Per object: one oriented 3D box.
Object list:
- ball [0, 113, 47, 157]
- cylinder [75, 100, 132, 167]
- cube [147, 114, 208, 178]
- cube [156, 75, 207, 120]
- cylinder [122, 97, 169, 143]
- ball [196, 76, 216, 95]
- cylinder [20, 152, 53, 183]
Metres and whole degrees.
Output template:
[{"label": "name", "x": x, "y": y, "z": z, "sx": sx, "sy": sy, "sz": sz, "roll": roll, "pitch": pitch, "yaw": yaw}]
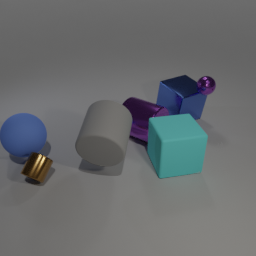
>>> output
[{"label": "ball", "x": -3.294, "y": 0.224, "z": 8.861, "sx": 1.400, "sy": 1.400, "sz": 1.400, "roll": 0, "pitch": 31, "yaw": 0}, {"label": "cylinder", "x": -0.660, "y": 0.151, "z": 8.068, "sx": 1.400, "sy": 1.400, "sz": 1.400, "roll": 5, "pitch": 47, "yaw": 8}, {"label": "cube", "x": 1.481, "y": 0.532, "z": 8.805, "sx": 1.400, "sy": 1.400, "sz": 1.400, "roll": -6, "pitch": 32, "yaw": -10}, {"label": "cube", "x": 2.142, "y": -1.127, "z": 11.352, "sx": 1.400, "sy": 1.400, "sz": 1.400, "roll": -19, "pitch": 44, "yaw": -28}, {"label": "cylinder", "x": 0.551, "y": -0.282, "z": 10.139, "sx": 1.400, "sy": 1.400, "sz": 1.400, "roll": 22, "pitch": 37, "yaw": 31}, {"label": "ball", "x": 2.863, "y": -1.556, "z": 10.279, "sx": 0.700, "sy": 0.700, "sz": 0.700, "roll": 0, "pitch": 31, "yaw": 0}, {"label": "cylinder", "x": -2.654, "y": 1.147, "z": 8.180, "sx": 0.700, "sy": 0.700, "sz": 0.700, "roll": 14, "pitch": 70, "yaw": 22}]
